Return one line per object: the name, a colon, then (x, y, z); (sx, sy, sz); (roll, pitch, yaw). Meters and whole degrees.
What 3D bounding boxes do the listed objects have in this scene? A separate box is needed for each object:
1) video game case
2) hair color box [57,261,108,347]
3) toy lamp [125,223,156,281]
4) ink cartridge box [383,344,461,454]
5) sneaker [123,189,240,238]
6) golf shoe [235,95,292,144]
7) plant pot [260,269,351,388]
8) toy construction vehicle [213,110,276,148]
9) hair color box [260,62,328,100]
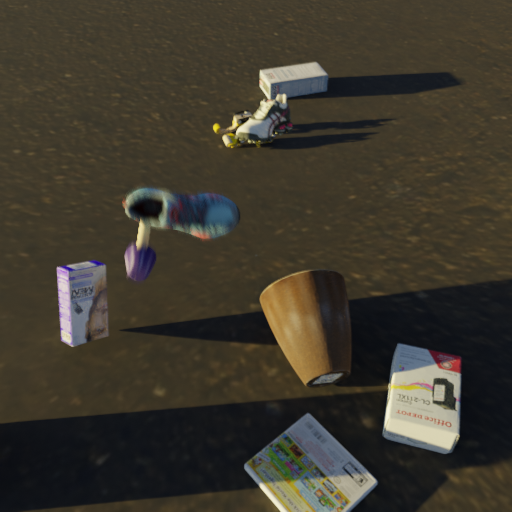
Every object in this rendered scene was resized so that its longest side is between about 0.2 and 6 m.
video game case: (0.725, 2.946, 7.533); (1.219, 0.153, 1.339); (-31, 53, -28)
hair color box: (-2.724, 0.741, 8.840); (0.394, 1.215, 0.664); (16, 20, 41)
toy lamp: (-1.742, -0.318, 8.738); (0.485, 0.485, 1.667); (0, 46, 0)
ink cartridge box: (2.435, 2.050, 8.156); (0.971, 0.552, 1.333); (11, 45, 11)
sneaker: (-1.123, -0.593, 8.300); (1.745, 0.692, 0.834); (5, 10, 4)
golf shoe: (0.115, -2.567, 10.555); (0.641, 0.731, 1.660); (14, 30, 26)
plant pot: (0.902, 1.198, 8.629); (1.396, 1.396, 1.494); (-9, 62, -9)
toy construction vehicle: (-0.289, -2.947, 13.459); (1.221, 0.430, 1.063); (-20, 59, -16)
hair color box: (1.012, -4.736, 15.157); (1.664, 0.505, 0.824); (-12, 46, -13)
